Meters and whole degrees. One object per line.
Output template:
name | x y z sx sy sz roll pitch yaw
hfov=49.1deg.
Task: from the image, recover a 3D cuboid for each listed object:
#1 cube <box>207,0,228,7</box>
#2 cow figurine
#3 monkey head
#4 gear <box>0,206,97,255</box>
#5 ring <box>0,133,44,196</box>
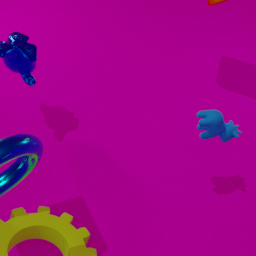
cube | 2.511 -3.901 6.805 1.204 1.204 1.204 -7 32 38
cow figurine | 1.896 -0.053 5.797 0.888 0.902 0.495 -11 48 7
monkey head | -2.706 -1.690 6.618 1.483 0.893 1.067 51 41 6
gear | -1.377 1.960 4.281 1.753 0.324 1.753 18 25 -8
ring | -1.351 0.464 2.846 1.109 1.109 0.222 -38 80 -19
